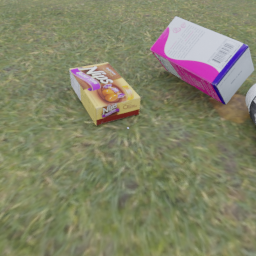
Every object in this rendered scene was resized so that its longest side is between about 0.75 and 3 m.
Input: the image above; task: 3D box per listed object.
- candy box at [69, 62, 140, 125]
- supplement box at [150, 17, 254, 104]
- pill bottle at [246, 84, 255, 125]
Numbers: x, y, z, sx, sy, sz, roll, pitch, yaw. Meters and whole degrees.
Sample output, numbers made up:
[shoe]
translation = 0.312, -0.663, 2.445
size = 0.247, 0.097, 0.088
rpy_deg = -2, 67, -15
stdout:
[candy box]
translation = -0.817, -1.213, 9.114
size = 1.468, 0.711, 2.517
rpy_deg = -15, 44, -21
[supplement box]
translation = 2.398, -2.296, 9.345
size = 1.483, 1.515, 2.932
rpy_deg = -51, 54, 3
[pill bottle]
translation = 4.100, -0.381, 7.522
size = 1.353, 1.353, 2.325
rpy_deg = 1, 29, 1
